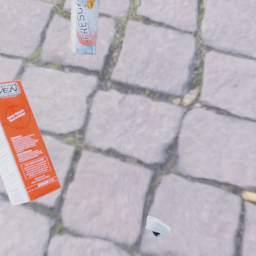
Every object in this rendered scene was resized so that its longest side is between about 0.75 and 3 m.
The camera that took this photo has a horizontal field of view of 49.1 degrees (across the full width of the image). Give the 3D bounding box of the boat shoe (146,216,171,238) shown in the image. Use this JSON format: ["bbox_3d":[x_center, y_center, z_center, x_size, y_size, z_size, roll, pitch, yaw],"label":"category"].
[{"bbox_3d":[0.570,1.987,5.511,0.302,0.864,0.308,7,63,36],"label":"boat shoe"}]

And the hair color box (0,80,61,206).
[{"bbox_3d":[-2.181,0.321,5.464,0.680,1.127,2.220,-20,87,-41],"label":"hair color box"}]

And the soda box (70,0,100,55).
[{"bbox_3d":[-1.162,-2.961,7.466,0.602,1.894,0.648,-5,26,-25],"label":"soda box"}]
